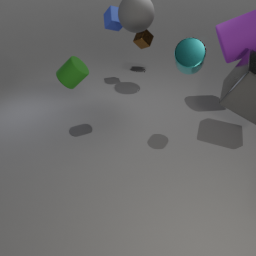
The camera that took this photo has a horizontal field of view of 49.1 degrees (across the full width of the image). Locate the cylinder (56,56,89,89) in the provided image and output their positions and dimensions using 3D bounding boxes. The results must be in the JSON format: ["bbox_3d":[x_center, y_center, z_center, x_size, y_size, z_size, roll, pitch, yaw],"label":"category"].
[{"bbox_3d":[-1.623,-1.624,8.222,0.700,0.700,0.700,-38,24,22],"label":"cylinder"}]

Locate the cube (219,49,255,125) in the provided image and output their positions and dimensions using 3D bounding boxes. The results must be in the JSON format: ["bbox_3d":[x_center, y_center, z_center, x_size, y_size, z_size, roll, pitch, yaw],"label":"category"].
[{"bbox_3d":[3.850,-1.239,8.560,1.400,1.400,1.400,29,46,-2],"label":"cube"}]

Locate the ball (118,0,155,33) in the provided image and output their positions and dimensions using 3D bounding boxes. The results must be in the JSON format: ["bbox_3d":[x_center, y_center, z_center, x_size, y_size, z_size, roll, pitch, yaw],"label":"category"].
[{"bbox_3d":[0.311,-4.372,10.696,1.400,1.400,1.400,0,32,0],"label":"ball"}]

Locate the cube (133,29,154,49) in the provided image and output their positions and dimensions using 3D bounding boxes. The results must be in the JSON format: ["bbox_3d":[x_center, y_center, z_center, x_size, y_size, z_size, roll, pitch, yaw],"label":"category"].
[{"bbox_3d":[0.820,-4.745,14.916,0.700,0.700,0.700,0,64,49],"label":"cube"}]

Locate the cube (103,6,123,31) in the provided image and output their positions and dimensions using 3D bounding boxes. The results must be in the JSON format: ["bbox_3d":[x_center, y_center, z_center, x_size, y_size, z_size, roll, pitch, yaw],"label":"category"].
[{"bbox_3d":[-0.568,-4.654,11.942,0.700,0.700,0.700,0,-10,-30],"label":"cube"}]

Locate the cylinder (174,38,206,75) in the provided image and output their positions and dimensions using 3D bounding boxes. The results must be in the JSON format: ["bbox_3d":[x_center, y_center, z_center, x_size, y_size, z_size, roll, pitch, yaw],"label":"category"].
[{"bbox_3d":[1.472,-1.697,6.682,0.700,0.700,0.700,8,-1,12],"label":"cylinder"}]

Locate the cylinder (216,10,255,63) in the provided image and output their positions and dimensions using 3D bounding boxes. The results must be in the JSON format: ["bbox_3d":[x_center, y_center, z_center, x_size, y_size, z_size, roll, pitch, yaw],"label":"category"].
[{"bbox_3d":[3.942,-3.154,9.751,1.400,1.400,1.400,-17,27,19],"label":"cylinder"}]
